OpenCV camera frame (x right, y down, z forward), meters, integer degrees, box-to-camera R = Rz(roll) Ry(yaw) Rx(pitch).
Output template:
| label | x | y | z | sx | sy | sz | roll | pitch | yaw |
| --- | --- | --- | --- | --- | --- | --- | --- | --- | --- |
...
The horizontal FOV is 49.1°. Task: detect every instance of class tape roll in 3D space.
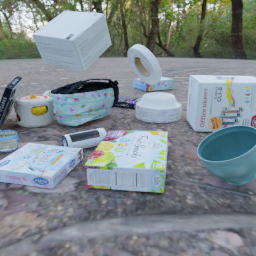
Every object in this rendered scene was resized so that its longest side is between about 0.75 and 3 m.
| label | x | y | z | sx | sy | sz | roll | pitch | yaw |
| --- | --- | --- | --- | --- | --- | --- | --- | --- | --- |
| tape roll | 0.782 | -3.012 | 13.439 | 0.383 | 2.099 | 2.099 | -40 | 32 | -15 |

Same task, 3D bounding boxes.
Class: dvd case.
| label | x | y | z | sx | sy | sz | roll | pitch | yaw |
| --- | --- | --- | --- | --- | --- | --- | --- | --- | --- |
| dvd case | -5.040 | -0.986 | 11.671 | 0.343 | 2.083 | 2.772 | 22 | 12 | -19 |

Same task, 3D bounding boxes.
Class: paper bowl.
| label | x | y | z | sx | sy | sz | roll | pitch | yaw |
| --- | --- | --- | --- | --- | --- | --- | --- | --- | --- |
| paper bowl | 1.432 | -1.032 | 13.178 | 2.151 | 1.119 | 2.151 | 0 | 17 | 0 |

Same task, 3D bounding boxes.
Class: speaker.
| label | x | y | z | sx | sy | sz | roll | pitch | yaw |
| --- | --- | --- | --- | --- | --- | --- | --- | --- | --- |
| speaker | -1.475 | 0.405 | 9.658 | 1.486 | 0.603 | 0.603 | -11 | 21 | -31 |

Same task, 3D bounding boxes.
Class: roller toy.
| label | x | y | z | sx | sy | sz | roll | pitch | yaw |
| --- | --- | --- | --- | --- | --- | --- | --- | --- | --- |
| roller toy | -4.113 | -0.818 | 12.283 | 1.636 | 1.253 | 1.793 | 3 | 19 | 8 |

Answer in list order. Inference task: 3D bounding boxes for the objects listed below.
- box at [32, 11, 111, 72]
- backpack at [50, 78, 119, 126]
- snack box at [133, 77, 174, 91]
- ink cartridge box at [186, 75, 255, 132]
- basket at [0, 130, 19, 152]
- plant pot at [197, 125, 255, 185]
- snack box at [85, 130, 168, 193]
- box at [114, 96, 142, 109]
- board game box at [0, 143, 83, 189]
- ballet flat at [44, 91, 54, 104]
| label | x | y | z | sx | sy | sz | roll | pitch | yaw |
| --- | --- | --- | --- | --- | --- | --- | --- | --- | --- |
| box | -2.106 | -3.420 | 10.861 | 2.069 | 1.352 | 2.058 | 16 | 52 | 27 |
| backpack | -1.991 | -1.216 | 12.591 | 2.414 | 1.831 | 2.893 | -1 | 14 | 35 |
| snack box | 1.835 | -3.230 | 20.307 | 2.330 | 0.788 | 1.965 | -8 | 19 | -26 |
| ink cartridge box | 4.022 | -1.059 | 11.703 | 2.831 | 2.057 | 2.047 | 1 | 18 | 2 |
| basket | -4.034 | 0.422 | 9.222 | 0.913 | 0.720 | 1.035 | -5 | -11 | -12 |
| plant pot | 2.755 | 0.795 | 7.290 | 1.592 | 1.067 | 1.592 | -25 | 21 | 10 |
| snack box | 0.124 | 0.823 | 8.132 | 1.996 | 0.744 | 2.807 | 3 | 19 | 8 |
| box | -0.112 | -1.440 | 15.610 | 1.976 | 0.357 | 1.413 | 7 | 20 | 25 |
| board game box | -2.561 | 1.018 | 8.098 | 1.910 | 0.394 | 1.914 | 5 | 19 | 15 |
| ballet flat | -3.999 | -1.602 | 15.276 | 2.482 | 0.849 | 0.844 | 2 | 7 | 7 |
